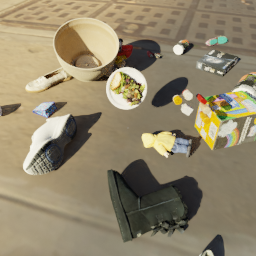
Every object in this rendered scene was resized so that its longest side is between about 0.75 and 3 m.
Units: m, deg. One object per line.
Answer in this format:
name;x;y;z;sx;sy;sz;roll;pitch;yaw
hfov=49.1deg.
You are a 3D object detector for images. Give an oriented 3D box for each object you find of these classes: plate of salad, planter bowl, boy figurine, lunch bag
plate of salad;-0.015;-1.344;9.627;1.452;1.452;0.349;-11;15;-12
planter bowl;-1.870;-3.298;12.862;2.807;1.889;2.807;2;66;-5
boy figurine;1.311;0.574;9.696;1.742;0.561;1.083;9;45;12
lunch bag;-3.471;-0.803;11.501;0.836;0.393;0.629;11;43;27

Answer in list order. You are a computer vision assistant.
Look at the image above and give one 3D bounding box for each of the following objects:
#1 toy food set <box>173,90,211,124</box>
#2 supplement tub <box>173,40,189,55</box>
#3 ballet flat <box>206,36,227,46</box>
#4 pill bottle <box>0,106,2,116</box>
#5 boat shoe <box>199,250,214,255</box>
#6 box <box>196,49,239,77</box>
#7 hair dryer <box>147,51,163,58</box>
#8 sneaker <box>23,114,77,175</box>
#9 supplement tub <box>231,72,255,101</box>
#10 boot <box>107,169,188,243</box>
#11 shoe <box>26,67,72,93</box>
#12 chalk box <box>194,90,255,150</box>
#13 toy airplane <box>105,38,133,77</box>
toy food set;1.757;-0.658;7.544;1.224;0.584;0.551;27;22;-16
supplement tub;3.005;-4.536;15.663;0.597;0.597;0.974;24;45;25
ballet flat;5.182;-5.145;16.547;1.381;0.477;0.491;-18;22;-19
pill bottle;-5.580;-0.654;11.146;0.937;0.533;0.533;-10;41;-11
boat shoe;1.739;3.458;6.341;0.514;0.506;1.427;6;41;7
box;4.610;-3.381;14.449;1.492;0.405;1.862;28;48;29
hair dryer;1.436;-4.003;15.375;1.041;0.283;0.793;30;31;25
sneaker;-2.766;0.555;9.575;1.228;1.050;2.820;-2;33;19
supplement tub;5.108;-1.610;11.843;1.087;1.087;1.774;25;47;27
boot;0.504;1.981;7.827;1.861;0.840;2.271;-13;49;-11
shoe;-3.696;-2.291;13.006;2.298;0.613;0.803;-29;48;-30
chalk box;3.835;-0.349;10.119;2.299;1.435;1.425;-11;42;-14
toy airplane;-0.730;-3.505;14.110;1.943;1.371;1.935;-50;40;0
